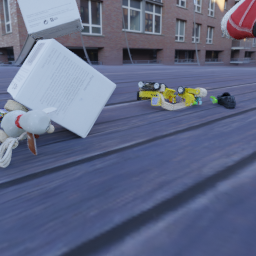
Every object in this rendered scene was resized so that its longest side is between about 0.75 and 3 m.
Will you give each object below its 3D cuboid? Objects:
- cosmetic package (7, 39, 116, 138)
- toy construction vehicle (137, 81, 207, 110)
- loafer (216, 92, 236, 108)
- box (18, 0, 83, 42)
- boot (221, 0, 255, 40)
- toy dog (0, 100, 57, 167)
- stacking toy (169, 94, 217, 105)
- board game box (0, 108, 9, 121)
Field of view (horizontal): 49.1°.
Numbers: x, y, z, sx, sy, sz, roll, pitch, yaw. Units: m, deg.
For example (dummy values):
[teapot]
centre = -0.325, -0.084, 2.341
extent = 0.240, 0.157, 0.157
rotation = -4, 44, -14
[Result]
[cosmetic package]
centre = -1.720, -1.023, 7.203
extent = 1.963, 1.620, 1.618
rotation = 33, -3, -31
[toy construction vehicle]
centre = 1.592, -1.266, 11.332
extent = 2.748, 0.968, 2.393
rotation = 10, 8, 29
[loafer]
centre = 3.972, -1.185, 11.328
extent = 0.537, 0.555, 1.582
rotation = 0, 15, 1
[box]
centre = -2.591, -4.011, 9.280
extent = 1.738, 1.747, 1.142
rotation = -18, 3, -1
[boot]
centre = 2.853, -2.433, 4.864
extent = 0.806, 2.226, 1.606
rotation = 38, 9, -20
[toy dog]
centre = -2.096, 0.046, 6.010
extent = 1.014, 1.388, 2.105
rotation = 31, 2, -37
[stacking toy]
centre = 2.700, -1.169, 11.727
extent = 1.266, 0.395, 1.679
rotation = -10, 20, -27
[board game box]
centre = -4.054, -0.452, 9.206
extent = 0.743, 0.255, 0.899
rotation = -11, 19, -42
